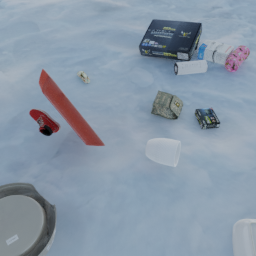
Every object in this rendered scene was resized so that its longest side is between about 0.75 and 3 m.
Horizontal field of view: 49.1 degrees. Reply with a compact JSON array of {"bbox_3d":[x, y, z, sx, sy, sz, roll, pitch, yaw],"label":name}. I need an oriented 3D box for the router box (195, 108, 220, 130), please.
[{"bbox_3d":[3.254,-0.402,11.525,0.730,0.303,0.975,-7,46,-7],"label":"router box"}]

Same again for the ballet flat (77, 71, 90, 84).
[{"bbox_3d":[-2.160,-2.559,13.644,0.411,0.348,1.088,-28,51,-24],"label":"ballet flat"}]

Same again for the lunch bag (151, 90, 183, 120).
[{"bbox_3d":[1.692,-0.939,11.789,1.219,0.717,1.000,18,47,9],"label":"lunch bag"}]

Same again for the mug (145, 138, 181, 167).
[{"bbox_3d":[1.277,0.775,10.038,1.100,0.926,1.255,10,15,20],"label":"mug"}]

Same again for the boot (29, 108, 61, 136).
[{"bbox_3d":[-2.930,-0.202,9.372,1.212,0.439,0.874,35,18,2],"label":"boot"}]

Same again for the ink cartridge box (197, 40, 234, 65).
[{"bbox_3d":[4.646,-4.029,14.840,1.545,0.647,1.121,23,47,25],"label":"ink cartridge box"}]

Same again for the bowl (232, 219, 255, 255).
[{"bbox_3d":[3.849,3.300,7.597,1.813,0.677,1.810,5,45,7],"label":"bowl"}]

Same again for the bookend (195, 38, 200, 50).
[{"bbox_3d":[3.604,-4.997,15.847,1.426,0.661,1.435,-20,49,-19],"label":"bookend"}]

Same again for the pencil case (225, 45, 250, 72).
[{"bbox_3d":[5.598,-3.549,14.340,0.774,0.740,1.789,36,54,16],"label":"pencil case"}]

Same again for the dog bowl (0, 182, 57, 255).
[{"bbox_3d":[-3.305,2.882,7.914,2.699,0.791,2.699,0,46,0],"label":"dog bowl"}]

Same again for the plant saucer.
[{"bbox_3d":[-2.071,-0.658,9.480,0.512,2.782,2.787,-38,24,-6],"label":"plant saucer"}]

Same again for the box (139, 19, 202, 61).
[{"bbox_3d":[2.271,-4.733,14.928,2.820,0.719,2.224,15,63,23],"label":"box"}]

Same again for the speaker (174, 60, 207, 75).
[{"bbox_3d":[3.114,-3.003,13.886,1.546,0.628,0.628,-8,46,-7],"label":"speaker"}]
